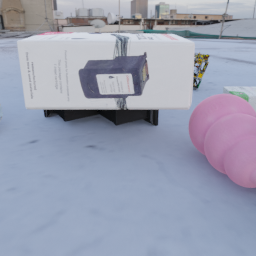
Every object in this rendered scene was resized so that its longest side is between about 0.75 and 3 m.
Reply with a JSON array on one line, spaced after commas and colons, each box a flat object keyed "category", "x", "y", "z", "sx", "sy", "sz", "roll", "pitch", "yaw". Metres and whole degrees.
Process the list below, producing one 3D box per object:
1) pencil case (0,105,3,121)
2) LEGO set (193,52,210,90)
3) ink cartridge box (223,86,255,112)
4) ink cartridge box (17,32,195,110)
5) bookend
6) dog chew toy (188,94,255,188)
[{"category": "pencil case", "x": -4.223, "y": -0.439, "z": 6.912, "sx": 2.305, "sy": 0.958, "sz": 1.046, "roll": 9, "pitch": 39, "yaw": 24}, {"category": "LEGO set", "x": 2.451, "y": -2.290, "z": 11.044, "sx": 0.920, "sy": 1.587, "sz": 1.220, "roll": 17, "pitch": 34, "yaw": -6}, {"category": "ink cartridge box", "x": 3.714, "y": -0.793, "z": 8.265, "sx": 1.541, "sy": 0.674, "sz": 1.120, "roll": -2, "pitch": 22, "yaw": -1}, {"category": "ink cartridge box", "x": -0.358, "y": -1.247, "z": 5.692, "sx": 2.962, "sy": 1.249, "sz": 2.144, "roll": 0, "pitch": 23, "yaw": -2}, {"category": "bookend", "x": -0.781, "y": -0.680, "z": 7.413, "sx": 2.319, "sy": 1.075, "sz": 2.334, "roll": -15, "pitch": 27, "yaw": -30}, {"category": "dog chew toy", "x": 1.852, "y": 0.230, "z": 4.914, "sx": 1.286, "sy": 1.286, "sz": 2.065, "roll": -2, "pitch": 29, "yaw": -4}]
